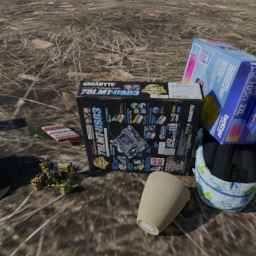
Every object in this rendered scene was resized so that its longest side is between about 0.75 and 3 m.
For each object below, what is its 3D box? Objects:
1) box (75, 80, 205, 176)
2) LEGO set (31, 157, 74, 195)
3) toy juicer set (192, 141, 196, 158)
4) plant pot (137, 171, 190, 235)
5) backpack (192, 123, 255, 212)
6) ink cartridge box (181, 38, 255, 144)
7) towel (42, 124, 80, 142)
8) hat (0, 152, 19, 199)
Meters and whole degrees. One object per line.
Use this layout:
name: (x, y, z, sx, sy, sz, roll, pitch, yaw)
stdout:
box: (0.228, 0.094, 5.948, 2.348, 2.366, 0.588, 3, 46, 4)
LEGO set: (-1.654, 1.010, 6.197, 0.986, 0.572, 0.759, 10, 33, 16)
toy juicer set: (1.797, 0.240, 7.061, 1.055, 0.451, 1.658, -43, 82, -12)
plant pot: (0.584, 1.482, 5.310, 0.894, 0.894, 0.955, 17, 49, 25)
backpack: (2.113, 0.780, 5.925, 1.571, 1.480, 1.925, 15, 23, 6)
ink cartridge box: (2.012, -0.719, 5.604, 0.877, 1.568, 2.298, -1, 30, -22)
towel: (-1.898, 0.138, 7.863, 0.696, 0.110, 0.966, -8, 27, -42)
hat: (-3.469, 0.855, 6.223, 2.056, 0.829, 2.056, 1, 32, -1)
